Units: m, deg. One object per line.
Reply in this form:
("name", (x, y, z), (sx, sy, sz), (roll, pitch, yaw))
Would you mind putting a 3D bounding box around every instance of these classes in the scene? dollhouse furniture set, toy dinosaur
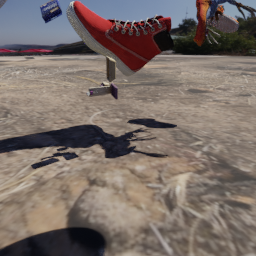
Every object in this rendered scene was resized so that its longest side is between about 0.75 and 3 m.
("dollhouse furniture set", (-0.707, -1.225, 6.682), (0.708, 0.998, 0.791), (-10, 31, -19))
("toy dinosaur", (2.130, -3.299, 7.983), (2.722, 1.429, 2.470), (39, 44, 17))

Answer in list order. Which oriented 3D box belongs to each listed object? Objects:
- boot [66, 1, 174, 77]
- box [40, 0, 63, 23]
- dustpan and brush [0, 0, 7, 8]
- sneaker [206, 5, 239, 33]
("boot", (-0.043, -2.832, 7.724), (2.112, 1.060, 2.927), (-28, -38, 30))
("box", (-2.750, -4.212, 10.005), (0.719, 0.192, 1.186), (-27, 49, 3))
("dustpan and brush", (-3.472, -2.592, 5.822), (2.033, 2.914, 0.834), (-7, 36, -46))
("sneaker", (3.251, -3.869, 9.683), (1.553, 0.602, 0.870), (34, 62, 27))
